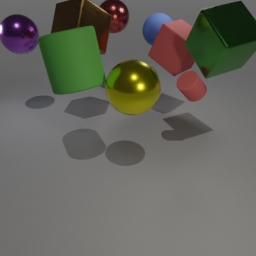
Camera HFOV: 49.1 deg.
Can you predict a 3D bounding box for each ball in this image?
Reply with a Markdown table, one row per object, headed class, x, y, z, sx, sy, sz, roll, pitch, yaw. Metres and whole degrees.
| class | x | y | z | sx | sy | sz | roll | pitch | yaw |
| --- | --- | --- | --- | --- | --- | --- | --- | --- | --- |
| ball | 1.334 | -4.266 | 12.225 | 1.400 | 1.400 | 1.400 | 0 | 30 | 0 |
| ball | -0.639 | -4.815 | 12.079 | 1.400 | 1.400 | 1.400 | 0 | 30 | 0 |
| ball | 0.125 | -1.013 | 7.072 | 1.400 | 1.400 | 1.400 | 0 | 30 | 0 |
| ball | -3.998 | -3.439 | 10.320 | 1.400 | 1.400 | 1.400 | 0 | 30 | 0 |

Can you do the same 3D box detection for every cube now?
| class | x | y | z | sx | sy | sz | roll | pitch | yaw |
| --- | --- | --- | --- | --- | --- | --- | --- | --- | --- |
| cube | 1.900 | -3.073 | 10.674 | 1.400 | 1.400 | 1.400 | 43 | 45 | 16 |
| cube | -1.600 | -3.374 | 9.550 | 1.400 | 1.400 | 1.400 | 8 | -2 | 38 |
| cube | 2.735 | -2.520 | 8.071 | 1.400 | 1.400 | 1.400 | -19 | 70 | -17 |

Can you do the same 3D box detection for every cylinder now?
| class | x | y | z | sx | sy | sz | roll | pitch | yaw |
| --- | --- | --- | --- | --- | --- | --- | --- | --- | --- |
| cylinder | -1.380 | -1.702 | 7.040 | 1.400 | 1.400 | 1.400 | -11 | 19 | 4 |
| cylinder | 1.947 | -1.270 | 8.553 | 0.700 | 0.700 | 0.700 | -22 | 51 | 29 |
